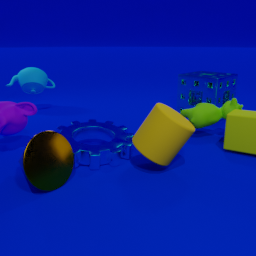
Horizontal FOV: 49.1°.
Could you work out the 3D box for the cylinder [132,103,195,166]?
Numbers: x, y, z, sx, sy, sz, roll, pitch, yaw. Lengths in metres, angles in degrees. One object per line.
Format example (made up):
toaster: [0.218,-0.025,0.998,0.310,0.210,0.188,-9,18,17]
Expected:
cylinder: [0.640,0.113,5.109,0.839,0.839,0.839,31,18,-11]

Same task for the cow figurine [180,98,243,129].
cow figurine: [2.081,-0.319,6.857,1.258,0.690,1.237,-17,12,-31]

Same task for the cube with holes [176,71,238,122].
cube with holes: [2.444,-1.022,8.732,1.308,1.308,1.308,16,24,41]

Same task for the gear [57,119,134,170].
gear: [-0.733,0.286,5.929,1.705,0.315,1.705,3,24,-1]

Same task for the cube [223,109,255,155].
cube: [2.585,0.063,6.064,0.782,0.782,0.782,9,16,31]

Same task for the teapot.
teapot: [-3.203,-1.501,9.262,1.566,0.767,0.974,2,-27,-26]

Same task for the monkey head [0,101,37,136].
monkey head: [-2.746,-0.345,6.087,1.534,1.103,0.924,-11,14,35]

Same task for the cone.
cone: [-1.616,0.566,4.806,0.969,0.965,0.965,-7,10,39]
